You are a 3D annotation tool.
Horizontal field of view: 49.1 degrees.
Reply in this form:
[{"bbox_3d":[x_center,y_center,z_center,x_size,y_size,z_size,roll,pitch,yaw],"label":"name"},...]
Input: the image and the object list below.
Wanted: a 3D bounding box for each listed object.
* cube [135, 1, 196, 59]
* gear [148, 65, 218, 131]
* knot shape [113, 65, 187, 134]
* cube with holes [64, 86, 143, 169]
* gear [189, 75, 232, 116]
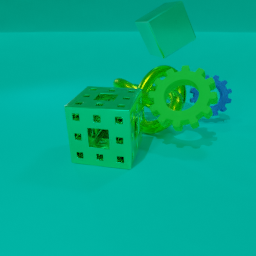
[{"bbox_3d":[0.955,-2.550,7.274,1.012,1.012,1.012,-32,26,-3],"label":"cube"},{"bbox_3d":[1.156,-0.649,5.983,1.426,1.426,0.264,11,-17,26],"label":"gear"},{"bbox_3d":[0.771,-0.873,7.285,1.922,0.949,2.054,-27,57,-29],"label":"knot shape"},{"bbox_3d":[-0.400,-0.060,5.558,1.184,1.184,1.184,5,27,12],"label":"cube with holes"},{"bbox_3d":[2.216,-0.866,7.527,1.086,1.086,0.201,0,1,0],"label":"gear"}]
